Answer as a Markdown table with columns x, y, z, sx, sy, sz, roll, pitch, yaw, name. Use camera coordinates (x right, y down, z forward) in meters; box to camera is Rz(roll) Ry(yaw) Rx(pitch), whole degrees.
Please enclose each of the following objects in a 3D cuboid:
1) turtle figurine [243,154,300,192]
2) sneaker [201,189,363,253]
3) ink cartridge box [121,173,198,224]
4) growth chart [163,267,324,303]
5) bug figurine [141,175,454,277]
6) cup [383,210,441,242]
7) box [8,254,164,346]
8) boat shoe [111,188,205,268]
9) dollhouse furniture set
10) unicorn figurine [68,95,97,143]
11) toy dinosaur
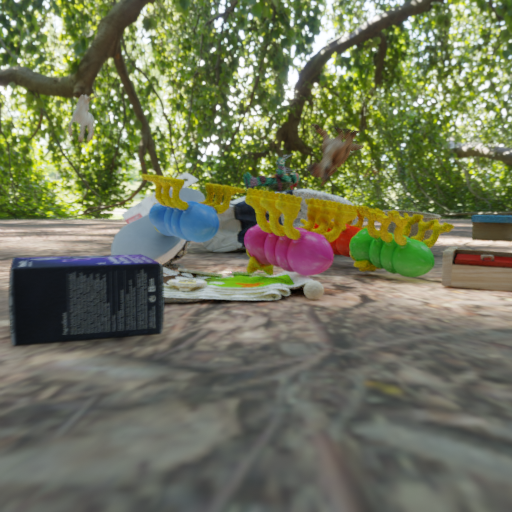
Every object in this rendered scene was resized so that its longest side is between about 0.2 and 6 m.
| x | y | z | sx | sy | sz | roll | pitch | yaw | name |
| --- | --- | --- | --- | --- | --- | --- | --- | --- | --- |
| 0.457 | -1.797 | 12.633 | 1.410 | 0.710 | 1.056 | -12 | -14 | -11 | turtle figurine |
| 0.607 | -0.788 | 11.973 | 3.329 | 1.329 | 2.166 | -9 | 11 | 14 | sneaker |
| -1.929 | -1.027 | 11.917 | 1.709 | 0.577 | 0.995 | -36 | 28 | -9 | ink cartridge box |
| -0.683 | 0.272 | 6.134 | 2.877 | 0.255 | 2.082 | 1 | 5 | -12 | growth chart |
| 0.562 | -0.287 | 7.465 | 3.958 | 1.018 | 3.069 | 5 | 7 | -35 | bug figurine |
| 3.029 | -0.454 | 11.092 | 1.107 | 0.792 | 1.107 | 4 | 12 | -1 | cup |
| -1.273 | 0.292 | 4.156 | 1.027 | 0.536 | 0.760 | -1 | 6 | -23 | box |
| -1.411 | -0.210 | 8.295 | 0.888 | 0.822 | 2.406 | 11 | 31 | 4 | boat shoe |
| 3.059 | -0.304 | 5.945 | 2.009 | 1.416 | 1.408 | 3 | 6 | 25 | dollhouse furniture set |
| -3.343 | -2.641 | 10.827 | 0.430 | 0.800 | 1.164 | 12 | 1 | -13 | unicorn figurine |
| 1.170 | -1.507 | 8.477 | 0.543 | 0.857 | 1.265 | 17 | 16 | 31 | toy dinosaur |
